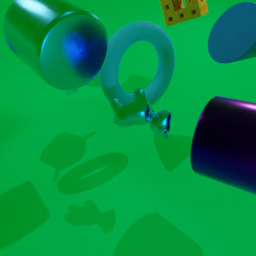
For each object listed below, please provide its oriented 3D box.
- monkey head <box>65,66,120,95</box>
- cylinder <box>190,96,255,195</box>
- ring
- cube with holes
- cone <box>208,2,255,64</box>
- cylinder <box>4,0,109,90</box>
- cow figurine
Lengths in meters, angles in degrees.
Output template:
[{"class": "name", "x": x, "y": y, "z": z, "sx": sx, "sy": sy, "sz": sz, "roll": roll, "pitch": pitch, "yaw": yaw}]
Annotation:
[{"class": "monkey head", "x": -0.879, "y": -1.257, "z": 6.606, "sx": 1.104, "sy": 1.319, "sz": 1.833, "roll": 24, "pitch": 20, "yaw": 11}, {"class": "cylinder", "x": 1.911, "y": 0.286, "z": 4.466, "sx": 1.388, "sy": 1.388, "sz": 1.388, "roll": 17, "pitch": 52, "yaw": 32}, {"class": "ring", "x": 0.235, "y": -1.240, "z": 5.847, "sx": 1.873, "sy": 1.873, "sz": 0.375, "roll": -31, "pitch": 38, "yaw": -22}, {"class": "cube with holes", "x": 1.586, "y": -3.605, "z": 7.980, "sx": 1.008, "sy": 1.008, "sz": 1.008, "roll": -6, "pitch": 23, "yaw": 30}, {"class": "cone", "x": 2.811, "y": -1.922, "z": 6.425, "sx": 1.363, "sy": 1.358, "sz": 1.358, "roll": 14, "pitch": 44, "yaw": -34}, {"class": "cylinder", "x": -1.130, "y": -1.388, "z": 4.415, "sx": 1.208, "sy": 1.208, "sz": 1.208, "roll": -34, "pitch": 52, "yaw": -23}, {"class": "cow figurine", "x": 0.250, "y": -0.186, "z": 5.118, "sx": 1.057, "sy": 0.580, "sz": 1.040, "roll": -20, "pitch": 91, "yaw": -1}]
